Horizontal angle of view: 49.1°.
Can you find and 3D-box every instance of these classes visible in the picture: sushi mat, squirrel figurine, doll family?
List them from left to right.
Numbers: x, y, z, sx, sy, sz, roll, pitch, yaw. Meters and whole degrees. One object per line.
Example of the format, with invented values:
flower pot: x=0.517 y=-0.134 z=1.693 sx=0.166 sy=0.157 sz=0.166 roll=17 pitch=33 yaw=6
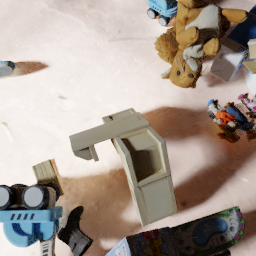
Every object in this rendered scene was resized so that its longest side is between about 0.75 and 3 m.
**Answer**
sushi mat: x=-2.101 y=1.360 z=7.298 sx=0.529 sy=0.067 sz=1.106 roll=-24 pitch=67 yaw=-10
squirrel figurine: x=1.772 y=-2.323 z=8.086 sx=1.741 sy=2.460 sz=2.296 roll=10 pitch=103 yaw=-17
doll family: x=2.999 y=-0.177 z=7.732 sx=1.962 sy=0.884 sz=1.218 roll=-13 pitch=57 yaw=-26
sushi mat: x=3.117 y=-1.417 z=6.463 sx=0.881 sy=0.053 sz=0.422 roll=-10 pitch=55 yaw=-17

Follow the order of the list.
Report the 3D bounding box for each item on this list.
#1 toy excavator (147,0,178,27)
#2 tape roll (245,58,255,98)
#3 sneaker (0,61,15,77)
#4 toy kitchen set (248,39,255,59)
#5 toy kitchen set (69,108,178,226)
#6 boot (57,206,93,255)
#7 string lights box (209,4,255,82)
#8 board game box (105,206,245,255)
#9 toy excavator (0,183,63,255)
toy excavator: x=1.035 y=-4.454 z=9.214 sx=1.573 sy=1.617 sz=0.808 roll=40 pitch=70 yaw=17
tape roll: x=4.850 y=-1.661 z=8.290 sx=2.518 sy=0.881 sz=2.518 roll=0 pitch=65 yaw=0
sneaker: x=-4.121 y=-1.826 z=8.667 sx=1.317 sy=0.487 sz=0.539 roll=-2 pitch=40 yaw=1
toy kitchen set: x=2.967 y=-1.807 z=5.871 sx=0.996 sy=0.812 sz=0.898 roll=5 pitch=33 yaw=40
toy kitchen set: x=-0.224 y=0.975 z=7.067 sx=1.901 sy=2.102 sz=2.330 roll=-18 pitch=26 yaw=-9
boot: x=-1.107 y=2.409 z=6.467 sx=0.881 sy=0.350 sz=1.011 roll=21 pitch=74 yaw=39
string lights box: x=3.571 y=-2.714 z=8.571 sx=0.728 sy=1.269 sz=2.470 roll=36 pitch=70 yaw=16
board game box: x=0.769 y=2.412 z=5.258 sx=2.817 sy=2.815 sz=0.869 roll=-16 pitch=64 yaw=-7
toy excavator: x=-1.949 y=2.408 z=6.356 sx=2.213 sy=1.137 sz=2.276 roll=-1 pitch=81 yaw=2
